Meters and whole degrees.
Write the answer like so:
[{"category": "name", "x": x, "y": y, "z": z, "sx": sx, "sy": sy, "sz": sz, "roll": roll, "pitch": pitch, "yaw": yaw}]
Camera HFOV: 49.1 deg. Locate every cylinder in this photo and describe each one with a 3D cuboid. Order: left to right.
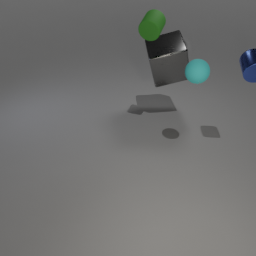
[{"category": "cylinder", "x": 0.756, "y": -3.216, "z": 8.762, "sx": 0.700, "sy": 0.700, "sz": 0.700, "roll": 12, "pitch": 53, "yaw": 18}, {"category": "cylinder", "x": 3.597, "y": -1.778, "z": 7.993, "sx": 0.700, "sy": 0.700, "sz": 0.700, "roll": 3, "pitch": 50, "yaw": 5}]

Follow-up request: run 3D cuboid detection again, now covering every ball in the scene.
[{"category": "ball", "x": 1.985, "y": -1.619, "z": 8.014, "sx": 0.700, "sy": 0.700, "sz": 0.700, "roll": 0, "pitch": 33, "yaw": 0}]

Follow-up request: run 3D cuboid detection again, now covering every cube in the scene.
[{"category": "cube", "x": 1.527, "y": -2.668, "z": 10.843, "sx": 1.400, "sy": 1.400, "sz": 1.400, "roll": -13, "pitch": 48, "yaw": 8}]
